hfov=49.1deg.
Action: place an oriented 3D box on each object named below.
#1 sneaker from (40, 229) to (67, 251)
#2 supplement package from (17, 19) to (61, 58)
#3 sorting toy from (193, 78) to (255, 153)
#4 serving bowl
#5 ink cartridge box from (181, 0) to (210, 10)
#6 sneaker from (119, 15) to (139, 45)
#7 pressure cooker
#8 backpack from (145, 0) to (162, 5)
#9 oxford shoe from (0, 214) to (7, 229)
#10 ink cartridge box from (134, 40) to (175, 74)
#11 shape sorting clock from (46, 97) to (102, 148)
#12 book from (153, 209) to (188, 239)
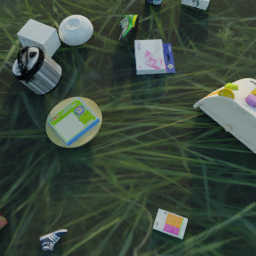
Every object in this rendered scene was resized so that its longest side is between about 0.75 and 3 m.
[{"bbox_3d":[-2.248,3.451,8.588,0.863,0.302,0.468,-20,61,-2],"label":"sneaker"},{"bbox_3d":[-3.652,-3.658,11.593,1.253,0.944,0.951,24,67,11],"label":"supplement package"},{"bbox_3d":[4.463,-0.858,10.238,2.932,1.566,2.639,43,53,18],"label":"sorting toy"},{"bbox_3d":[-2.275,-4.280,11.984,1.496,0.492,1.496,-2,68,4],"label":"serving bowl"},{"bbox_3d":[3.197,-6.085,12.986,1.197,0.505,0.874,19,66,9],"label":"ink cartridge box"},{"bbox_3d":[-0.065,-4.239,12.112,0.736,0.674,1.728,10,56,13],"label":"sneaker"},{"bbox_3d":[-3.411,-2.185,10.327,1.439,1.636,1.461,24,78,37],"label":"pressure cooker"},{"bbox_3d":[1.238,-6.117,12.978,0.757,0.556,0.693,16,69,3],"label":"backpack"},{"bbox_3d":[-5.023,2.595,8.703,2.484,0.875,0.929,30,73,14],"label":"oxford shoe"},{"bbox_3d":[1.099,-2.978,11.619,1.605,0.348,1.576,-4,64,0],"label":"ink cartridge box"},{"bbox_3d":[-1.984,-0.233,10.269,2.089,0.410,2.089,-2,65,5],"label":"shape sorting clock"},{"bbox_3d":[1.337,3.028,8.852,0.951,0.228,0.635,18,68,9],"label":"book"}]
